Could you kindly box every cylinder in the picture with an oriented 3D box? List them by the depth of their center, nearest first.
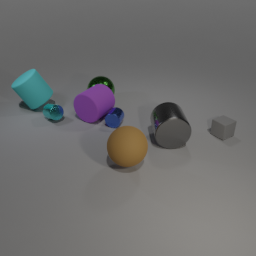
[{"bbox_3d":[1.665,-0.119,11.131,1.400,1.400,1.400,-2,30,-3],"label":"cylinder"},{"bbox_3d":[-0.588,-0.464,12.419,0.700,0.700,0.700,9,31,14],"label":"cylinder"},{"bbox_3d":[-3.404,-0.737,12.748,0.700,0.700,0.700,-27,26,-37],"label":"cylinder"},{"bbox_3d":[-1.532,-1.146,12.875,1.400,1.400,1.400,16,34,26],"label":"cylinder"},{"bbox_3d":[-4.599,-1.878,13.520,1.400,1.400,1.400,-24,34,17],"label":"cylinder"}]

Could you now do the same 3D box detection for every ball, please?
[{"bbox_3d":[-0.022,0.621,9.541,1.400,1.400,1.400,0,30,0],"label":"ball"},{"bbox_3d":[-1.366,-1.924,14.193,1.400,1.400,1.400,0,30,0],"label":"ball"}]

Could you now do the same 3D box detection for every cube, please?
[{"bbox_3d":[3.958,-0.022,11.646,0.700,0.700,0.700,-18,33,-29],"label":"cube"}]
